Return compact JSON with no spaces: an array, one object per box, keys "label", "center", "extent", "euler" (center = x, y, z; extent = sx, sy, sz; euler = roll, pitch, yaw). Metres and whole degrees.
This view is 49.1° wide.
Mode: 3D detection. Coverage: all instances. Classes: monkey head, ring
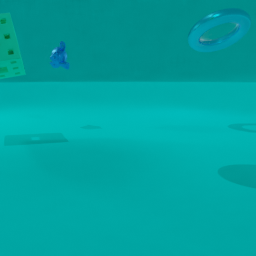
[{"label":"monkey head","center":[-2.079,-2.177,8.811],"extent":[0.721,1.002,0.604],"euler":[25,51,1]},{"label":"ring","center":[2.791,-2.958,8.635],"extent":[1.907,0.381,1.907],"euler":[-9,-16,-3]}]

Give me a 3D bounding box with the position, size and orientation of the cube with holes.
[{"label":"cube with holes","center":[-3.441,-2.028,7.207],"extent":[1.190,1.190,1.190],"euler":[-14,-5,-16]}]
